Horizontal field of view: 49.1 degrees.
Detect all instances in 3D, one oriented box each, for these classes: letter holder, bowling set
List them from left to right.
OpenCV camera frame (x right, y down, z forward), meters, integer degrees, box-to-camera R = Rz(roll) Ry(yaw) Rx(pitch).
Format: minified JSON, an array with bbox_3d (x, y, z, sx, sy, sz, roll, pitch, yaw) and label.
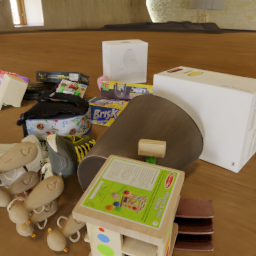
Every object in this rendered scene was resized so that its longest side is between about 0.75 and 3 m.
[{"bbox_3d":[-2.035,1.587,5.659,2.274,1.583,1.221,49,40,2],"label":"bowling set"},{"bbox_3d":[1.068,1.877,5.504,1.202,0.605,0.854,3,26,6],"label":"letter holder"}]

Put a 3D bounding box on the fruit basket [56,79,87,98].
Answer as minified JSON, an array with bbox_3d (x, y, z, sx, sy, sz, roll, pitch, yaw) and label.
[{"bbox_3d":[-2.627,-1.770,12.968,1.231,0.623,1.329,16,48,-4],"label":"fruit basket"}]

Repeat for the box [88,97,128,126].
[{"bbox_3d":[-0.345,-0.536,10.512,2.532,0.814,0.887,9,26,21],"label":"box"}]

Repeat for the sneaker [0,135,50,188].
[{"bbox_3d":[-3.309,0.752,7.621,2.484,0.933,1.427,17,29,22],"label":"sneaker"}]

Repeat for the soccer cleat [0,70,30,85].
[{"bbox_3d":[-6.658,-2.694,14.979,2.662,1.018,0.888,-1,25,-1],"label":"soccer cleat"}]

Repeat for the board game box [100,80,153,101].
[{"bbox_3d":[0.289,-1.437,11.675,2.504,0.710,2.070,7,6,7],"label":"board game box"}]

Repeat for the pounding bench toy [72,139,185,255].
[{"bbox_3d":[0.236,1.409,4.969,1.328,1.668,2.138,10,37,18],"label":"pounding bench toy"}]

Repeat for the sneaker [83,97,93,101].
[{"bbox_3d":[-1.793,-0.875,11.511,1.983,0.659,0.897,-11,24,-31],"label":"sneaker"}]

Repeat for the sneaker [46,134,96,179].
[{"bbox_3d":[-1.289,0.542,6.980,1.161,1.022,2.744,-10,5,-6],"label":"sneaker"}]

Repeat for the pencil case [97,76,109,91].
[{"bbox_3d":[-1.218,-2.247,14.452,0.665,0.665,1.521,-4,26,-9],"label":"pencil case"}]

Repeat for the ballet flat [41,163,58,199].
[{"bbox_3d":[-1.924,1.205,7.008,0.567,0.560,1.665,-5,25,-13],"label":"ballet flat"}]

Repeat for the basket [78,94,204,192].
[{"bbox_3d":[0.237,0.627,6.778,2.479,1.870,2.749,36,40,13],"label":"basket"}]

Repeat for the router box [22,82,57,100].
[{"bbox_3d":[-4.656,-1.821,13.675,1.951,0.498,1.455,4,23,7],"label":"router box"}]

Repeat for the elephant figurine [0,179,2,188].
[{"bbox_3d":[-3.952,1.110,6.281,2.135,1.510,1.656,25,20,32],"label":"elephant figurine"}]

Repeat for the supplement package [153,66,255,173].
[{"bbox_3d":[2.353,-0.432,8.480,2.934,2.285,1.627,19,31,35],"label":"supplement package"}]

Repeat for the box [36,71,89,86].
[{"bbox_3d":[-3.342,-2.574,14.618,2.276,0.581,1.795,4,4,8],"label":"box"}]

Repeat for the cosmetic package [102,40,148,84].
[{"bbox_3d":[-0.177,-3.661,15.607,2.205,2.212,1.360,-9,27,-20],"label":"cosmetic package"}]

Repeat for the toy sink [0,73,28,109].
[{"bbox_3d":[-5.138,-1.469,12.297,0.851,1.520,0.991,19,9,-40],"label":"toy sink"}]

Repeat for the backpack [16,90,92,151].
[{"bbox_3d":[-2.130,-0.178,8.827,1.972,1.595,2.070,-6,28,7],"label":"backpack"}]
